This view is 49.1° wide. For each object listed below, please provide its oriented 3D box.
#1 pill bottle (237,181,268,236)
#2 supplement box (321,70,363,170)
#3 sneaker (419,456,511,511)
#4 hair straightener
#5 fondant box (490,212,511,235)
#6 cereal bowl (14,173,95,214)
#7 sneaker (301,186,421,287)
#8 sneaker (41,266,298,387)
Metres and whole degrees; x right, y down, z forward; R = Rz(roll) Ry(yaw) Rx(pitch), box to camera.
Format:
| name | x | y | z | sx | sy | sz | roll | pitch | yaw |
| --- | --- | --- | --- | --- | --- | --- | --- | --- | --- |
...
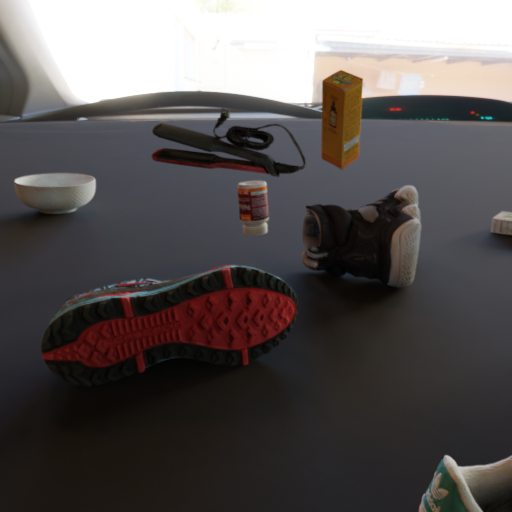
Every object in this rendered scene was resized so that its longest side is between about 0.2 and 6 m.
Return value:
| name | x | y | z | sx | sy | sz | roll | pitch | yaw |
| --- | --- | --- | --- | --- | --- | --- | --- | --- | --- |
| pill bottle | -0.050 | -0.865 | 10.155 | 0.529 | 0.927 | 0.529 | -4 | 15 | 1 |
| supplement box | 0.962 | -1.521 | 6.325 | 0.363 | 1.056 | 0.351 | -37 | 55 | -23 |
| sneaker | 2.095 | 1.547 | 3.143 | 2.489 | 1.164 | 0.876 | -1 | 17 | -2 |
| hair straightener | -0.494 | -2.001 | 9.901 | 2.850 | 1.097 | 0.583 | 13 | 34 | 11 |
| fondant box | 5.543 | -0.633 | 11.598 | 1.105 | 0.322 | 0.797 | 13 | 22 | 34 |
| cereal bowl | -4.819 | -1.476 | 13.514 | 1.850 | 0.771 | 1.850 | 1 | 17 | 0 |
| sneaker | 1.774 | -0.509 | 9.587 | 1.872 | 1.242 | 3.290 | 6 | 20 | 11 |
| sneaker | -0.944 | 0.567 | 6.424 | 2.833 | 1.123 | 1.353 | -5 | 16 | -17 |
